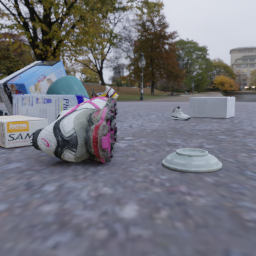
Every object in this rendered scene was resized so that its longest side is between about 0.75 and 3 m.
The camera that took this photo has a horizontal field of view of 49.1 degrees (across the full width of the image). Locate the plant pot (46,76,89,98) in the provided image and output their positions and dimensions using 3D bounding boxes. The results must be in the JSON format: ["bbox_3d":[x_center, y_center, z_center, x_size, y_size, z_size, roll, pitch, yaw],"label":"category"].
[{"bbox_3d":[-2.444,-1.151,12.082,1.716,1.716,1.377,-7,48,-46],"label":"plant pot"}]

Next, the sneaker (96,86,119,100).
[{"bbox_3d":[-1.212,-1.142,12.583,1.735,0.782,0.650,-41,4,24],"label":"sneaker"}]

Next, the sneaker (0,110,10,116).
[{"bbox_3d":[-4.211,-0.172,7.735,1.888,0.733,0.815,-4,5,-33],"label":"sneaker"}]

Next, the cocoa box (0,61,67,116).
[{"bbox_3d":[-4.341,-1.875,13.351,1.823,1.853,2.778,5,34,26],"label":"cocoa box"}]

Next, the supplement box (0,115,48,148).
[{"bbox_3d":[-2.613,0.046,6.400,0.969,0.565,1.537,-6,9,-43],"label":"supplement box"}]

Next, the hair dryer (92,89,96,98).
[{"bbox_3d":[-1.350,-0.815,11.209,0.418,1.171,1.537,-19,29,3],"label":"hair dryer"}]

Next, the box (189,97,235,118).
[{"bbox_3d":[4.204,-1.047,13.993,1.871,0.995,1.425,5,8,35],"label":"box"}]

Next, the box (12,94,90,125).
[{"bbox_3d":[-2.115,-0.438,8.170,1.901,0.998,1.749,1,3,-2],"label":"box"}]

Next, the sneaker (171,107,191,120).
[{"bbox_3d":[2.333,-0.656,12.431,0.384,0.585,1.016,-5,9,-39],"label":"sneaker"}]

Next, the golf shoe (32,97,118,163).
[{"bbox_3d":[-0.846,-0.081,5.439,1.324,1.044,2.876,0,7,2],"label":"golf shoe"}]

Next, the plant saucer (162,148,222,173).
[{"bbox_3d":[0.978,0.464,4.309,0.901,0.226,0.901,0,6,0],"label":"plant saucer"}]
